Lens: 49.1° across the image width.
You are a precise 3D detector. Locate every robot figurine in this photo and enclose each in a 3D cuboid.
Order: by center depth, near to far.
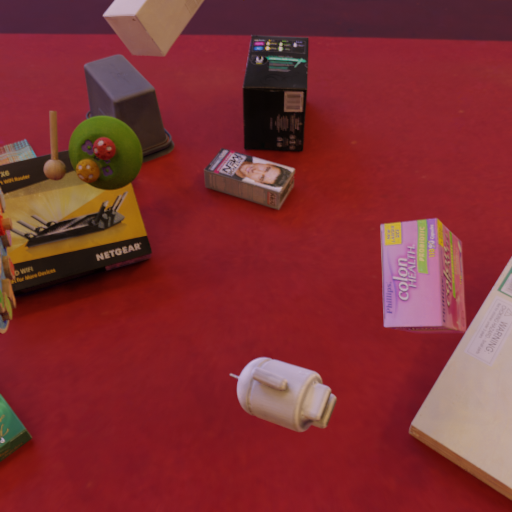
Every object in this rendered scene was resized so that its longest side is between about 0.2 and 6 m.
[{"bbox_3d":[0.224,1.225,4.993,0.940,0.797,0.531,11,58,30],"label":"robot figurine"}]

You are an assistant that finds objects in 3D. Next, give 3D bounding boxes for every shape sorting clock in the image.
[{"bbox_3d":[-2.928,-0.310,6.153,0.460,2.343,2.343,-10,48,-13],"label":"shape sorting clock"}]

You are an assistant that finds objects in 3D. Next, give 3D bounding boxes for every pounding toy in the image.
[{"bbox_3d":[-2.396,-1.434,8.012,1.420,1.096,0.659,9,21,1],"label":"pounding toy"}]

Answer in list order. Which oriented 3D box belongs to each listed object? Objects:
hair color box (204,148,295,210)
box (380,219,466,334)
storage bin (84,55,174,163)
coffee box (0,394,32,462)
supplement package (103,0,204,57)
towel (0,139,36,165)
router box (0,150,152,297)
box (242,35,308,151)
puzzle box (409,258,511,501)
[{"bbox_3d":[-0.136,-1.590,11.457,1.670,0.506,0.827,19,50,15],"label":"hair color box"},{"bbox_3d":[1.975,0.291,6.524,0.638,1.320,1.161,-6,77,31],"label":"box"},{"bbox_3d":[-3.009,-3.262,12.298,1.651,1.524,2.269,-25,52,-21],"label":"storage bin"},{"bbox_3d":[-4.028,2.343,8.013,1.536,0.338,0.944,35,57,28],"label":"coffee box"},{"bbox_3d":[-1.664,-4.150,9.301,0.854,0.865,1.426,17,69,36],"label":"supplement package"},{"bbox_3d":[-5.247,-1.759,11.820,1.386,0.205,1.890,-23,52,-21],"label":"towel"},{"bbox_3d":[-3.423,-0.643,9.744,2.731,0.713,2.147,-17,86,-15],"label":"router box"},{"bbox_3d":[0.461,-3.668,12.561,1.376,1.645,2.214,3,48,3],"label":"box"},{"bbox_3d":[4.479,1.541,7.977,2.816,0.538,4.232,30,68,25],"label":"puzzle box"}]
